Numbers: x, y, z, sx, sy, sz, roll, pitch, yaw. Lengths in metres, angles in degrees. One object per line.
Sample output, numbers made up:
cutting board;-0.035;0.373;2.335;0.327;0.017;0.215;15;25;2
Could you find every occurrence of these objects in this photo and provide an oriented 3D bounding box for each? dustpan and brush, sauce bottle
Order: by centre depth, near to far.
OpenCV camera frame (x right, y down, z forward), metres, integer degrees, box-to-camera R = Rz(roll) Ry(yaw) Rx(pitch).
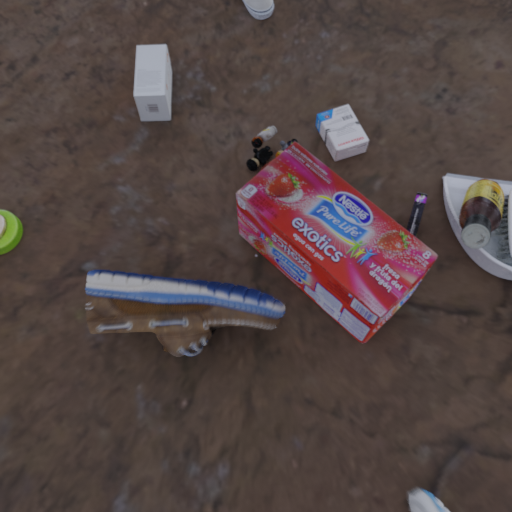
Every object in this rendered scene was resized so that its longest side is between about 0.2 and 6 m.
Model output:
sauce bottle;4.030;-0.744;10.036;0.741;0.741;2.245;26;34;11
dustpan and brush;4.792;-0.036;10.144;2.664;1.092;3.816;8;66;3

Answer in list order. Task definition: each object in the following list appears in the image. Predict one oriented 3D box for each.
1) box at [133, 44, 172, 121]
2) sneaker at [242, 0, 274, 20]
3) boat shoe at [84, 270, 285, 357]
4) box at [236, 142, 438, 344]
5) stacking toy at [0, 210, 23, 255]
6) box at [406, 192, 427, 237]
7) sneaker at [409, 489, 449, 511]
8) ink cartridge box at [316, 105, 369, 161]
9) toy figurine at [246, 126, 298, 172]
box;-2.188;-3.686;11.956;0.667;0.851;1.368;-2;65;-1
sneaker;-0.265;-6.705;13.362;0.844;0.818;2.311;-31;69;-13
boat shoe;-1.218;1.022;9.485;3.374;1.219;1.221;7;93;7
box;1.290;-0.226;9.937;3.264;1.627;1.558;42;72;17
stacking toy;-5.678;-0.485;10.447;2.193;0.926;1.985;37;71;15
box;2.890;-0.433;10.442;0.224;0.887;1.240;15;66;14
sneaker;2.557;4.704;8.050;1.073;0.928;2.475;-12;65;-7
ink cartridge box;1.781;-2.559;11.671;0.744;0.430;1.019;-18;67;-8
toy figurine;0.322;-1.980;11.116;0.976;0.961;0.679;37;60;16
